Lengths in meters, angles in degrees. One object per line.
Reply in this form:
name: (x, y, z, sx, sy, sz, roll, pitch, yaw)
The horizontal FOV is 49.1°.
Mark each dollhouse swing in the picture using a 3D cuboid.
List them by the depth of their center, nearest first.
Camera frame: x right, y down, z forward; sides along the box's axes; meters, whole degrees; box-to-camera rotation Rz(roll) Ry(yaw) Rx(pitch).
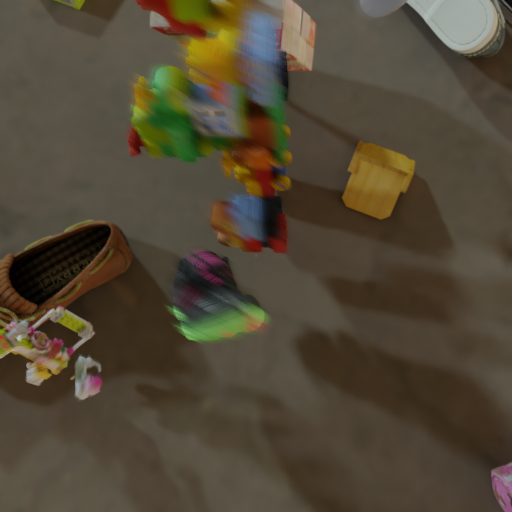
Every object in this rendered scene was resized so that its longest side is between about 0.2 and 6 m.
dollhouse swing: (1.925, -1.206, 9.019, 0.954, 0.838, 0.867, 21, 34, 6)

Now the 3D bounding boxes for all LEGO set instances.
LEGO set: (-2.791, 1.128, 6.952, 0.834, 2.240, 1.031, -37, 59, 17)

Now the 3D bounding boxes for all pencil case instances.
pencil case: (4.294, 2.897, 7.472, 2.269, 0.982, 0.939, -23, 107, -6)

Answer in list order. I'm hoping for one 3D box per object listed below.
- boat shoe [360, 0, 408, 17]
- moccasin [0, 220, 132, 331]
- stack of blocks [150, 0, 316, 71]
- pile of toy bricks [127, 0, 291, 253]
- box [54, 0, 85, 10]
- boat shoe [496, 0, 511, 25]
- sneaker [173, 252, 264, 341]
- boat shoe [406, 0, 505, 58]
boat shoe: (2.096, -3.866, 7.627, 0.557, 1.549, 0.509, 51, 53, -6)
moccasin: (-3.339, 0.512, 7.951, 3.279, 1.266, 1.199, -25, 75, -7)
stack of blocks: (-0.208, -3.276, 7.989, 1.437, 2.495, 0.731, 9, 98, 22)
pile of toy bricks: (-0.660, -1.594, 6.988, 2.010, 4.072, 2.259, 1, 63, 7)
box: (-3.285, -5.257, 10.073, 0.923, 0.361, 1.514, 22, 76, 5)
boat shoe: (5.117, -4.138, 9.440, 1.022, 0.946, 2.769, -35, 77, -9)
sneaker: (-0.602, 0.439, 6.779, 0.853, 2.222, 0.931, -11, 100, -24)
boat shoe: (3.207, -4.801, 9.772, 1.059, 1.248, 3.427, 0, 59, -45)
